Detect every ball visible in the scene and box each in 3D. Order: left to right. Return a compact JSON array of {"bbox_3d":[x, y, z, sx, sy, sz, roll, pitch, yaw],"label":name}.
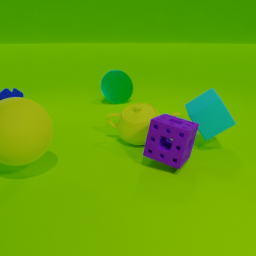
[{"bbox_3d":[-2.134,0.067,5.430,1.318,1.318,1.318,0,19,0],"label":"ball"}]

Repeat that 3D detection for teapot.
[{"bbox_3d":[0.364,-0.175,7.140,1.916,0.938,1.191,2,39,13],"label":"teapot"}]

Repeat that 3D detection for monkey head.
[{"bbox_3d":[-3.265,-0.627,7.713,0.746,0.891,1.238,-37,-15,34],"label":"monkey head"}]

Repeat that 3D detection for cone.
[{"bbox_3d":[-0.686,-1.618,11.890,1.394,1.394,1.400,-8,0,-22],"label":"cone"}]

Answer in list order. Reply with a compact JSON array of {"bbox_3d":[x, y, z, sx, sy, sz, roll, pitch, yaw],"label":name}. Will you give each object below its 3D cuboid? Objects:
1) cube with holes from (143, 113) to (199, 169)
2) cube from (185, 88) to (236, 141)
[{"bbox_3d":[0.906,0.240,5.854,0.806,0.806,0.806,19,19,23],"label":"cube with holes"},{"bbox_3d":[1.935,-0.333,6.682,0.789,0.789,0.789,-32,18,17],"label":"cube"}]
